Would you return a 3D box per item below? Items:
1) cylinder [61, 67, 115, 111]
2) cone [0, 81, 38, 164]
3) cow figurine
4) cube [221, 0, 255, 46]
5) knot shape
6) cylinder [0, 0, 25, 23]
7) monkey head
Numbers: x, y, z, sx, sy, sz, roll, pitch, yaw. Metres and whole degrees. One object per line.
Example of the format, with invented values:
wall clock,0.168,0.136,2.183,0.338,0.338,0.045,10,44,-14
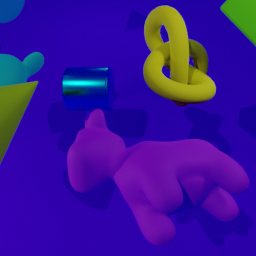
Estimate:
cylinder,-0.878,-0.892,6.423,1.010,1.010,1.010,1,53,6
cone,-1.941,-0.246,4.161,1.510,1.510,1.516,37,68,24
cow figurine,0.186,0.364,2.767,1.487,0.816,1.464,-10,34,-20
cube,2.074,-1.895,4.221,0.854,0.854,0.854,45,40,-2
knot shape,0.900,-1.051,4.955,0.901,1.951,1.825,-25,34,26
cylinder,-2.564,-2.580,5.235,0.881,0.881,0.881,36,61,13
monkey head,-2.420,-0.699,5.311,1.155,1.379,1.917,23,62,25
